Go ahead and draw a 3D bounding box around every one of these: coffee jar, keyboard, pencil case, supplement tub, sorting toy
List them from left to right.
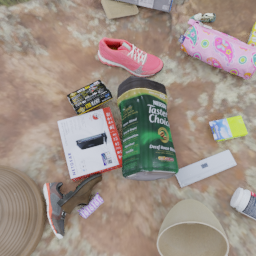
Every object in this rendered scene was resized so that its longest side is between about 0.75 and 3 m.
[{"bbox_3d":[-1.038,2.197,7.877,0.759,0.319,0.325,-39,60,-15],"label":"pencil case"},{"bbox_3d":[-0.385,-4.692,10.497,1.169,0.210,1.569,-16,65,-8],"label":"sorting toy"},{"bbox_3d":[0.513,-0.017,8.040,1.518,1.242,2.910,10,65,-36],"label":"coffee jar"},{"bbox_3d":[2.314,1.194,8.360,1.852,0.099,0.521,-20,65,-8],"label":"keyboard"},{"bbox_3d":[3.027,-2.588,9.201,2.638,1.153,1.153,29,72,9],"label":"pencil case"},{"bbox_3d":[3.395,2.112,7.718,0.928,0.651,0.651,27,72,9],"label":"supplement tub"}]

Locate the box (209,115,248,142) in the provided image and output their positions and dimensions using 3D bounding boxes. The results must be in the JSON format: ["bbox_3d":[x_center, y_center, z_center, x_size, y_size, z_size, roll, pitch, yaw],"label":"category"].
[{"bbox_3d":[3.085,0.025,8.700,1.063,0.253,0.648,-11,70,-4],"label":"box"}]

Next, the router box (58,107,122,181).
[{"bbox_3d":[-1.078,0.470,8.426,1.668,0.454,1.858,-17,71,-6],"label":"router box"}]

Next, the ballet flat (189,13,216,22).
[{"bbox_3d":[2.707,-4.028,10.160,0.976,0.362,0.362,-5,70,-2],"label":"ballet flat"}]

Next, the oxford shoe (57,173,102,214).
[{"bbox_3d":[-1.216,1.836,7.821,1.482,0.539,0.626,-38,84,-31],"label":"oxford shoe"}]

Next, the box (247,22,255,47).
[{"bbox_3d":[4.643,-2.989,9.778,0.830,0.342,1.415,23,69,7],"label":"box"}]

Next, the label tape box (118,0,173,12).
[{"bbox_3d":[0.556,-5.432,10.339,2.520,0.798,1.818,14,64,5],"label":"label tape box"}]

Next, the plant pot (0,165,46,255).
[{"bbox_3d":[-3.787,2.331,7.264,2.975,1.373,2.975,0,70,1],"label":"plant pot"}]

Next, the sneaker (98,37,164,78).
[{"bbox_3d":[0.057,-2.343,9.180,2.299,0.997,0.847,16,71,5],"label":"sneaker"}]

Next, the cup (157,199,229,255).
[{"bbox_3d":[1.601,2.539,7.143,1.682,1.682,1.203,9,30,3],"label":"cup"}]

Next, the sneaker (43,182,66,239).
[{"bbox_3d":[-1.885,2.206,7.737,0.643,0.605,1.571,-14,71,-12],"label":"sneaker"}]

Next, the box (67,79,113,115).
[{"bbox_3d":[-1.215,-0.986,8.820,1.230,0.304,0.982,-28,39,-10],"label":"box"}]
